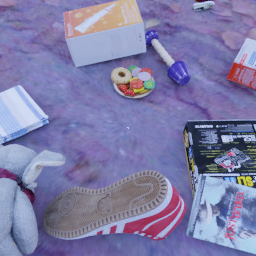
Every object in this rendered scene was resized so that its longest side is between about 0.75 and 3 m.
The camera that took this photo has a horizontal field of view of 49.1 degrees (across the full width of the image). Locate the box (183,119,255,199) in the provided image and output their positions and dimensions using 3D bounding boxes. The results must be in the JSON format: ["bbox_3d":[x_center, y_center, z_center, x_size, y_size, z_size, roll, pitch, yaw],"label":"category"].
[{"bbox_3d":[2.729,0.751,6.724,2.538,0.626,2.027,-1,56,-1],"label":"box"}]

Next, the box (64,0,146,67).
[{"bbox_3d":[-0.742,-3.082,9.015,2.362,1.151,1.469,-13,54,-1],"label":"box"}]

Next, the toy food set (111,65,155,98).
[{"bbox_3d":[0.193,-1.420,8.481,1.274,0.313,1.287,-15,55,-11],"label":"toy food set"}]

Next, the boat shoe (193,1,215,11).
[{"bbox_3d":[2.967,-4.737,10.955,0.830,0.299,0.258,-5,70,7],"label":"boat shoe"}]

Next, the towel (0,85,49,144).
[{"bbox_3d":[-3.594,-0.245,7.456,2.431,0.289,1.786,-28,58,-28],"label":"towel"}]

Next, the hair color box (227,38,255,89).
[{"bbox_3d":[4.435,-1.696,8.404,2.427,0.776,1.346,25,57,16],"label":"hair color box"}]

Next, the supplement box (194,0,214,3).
[{"bbox_3d":[2.465,-4.074,7.597,1.653,0.708,0.912,19,95,49],"label":"supplement box"}]

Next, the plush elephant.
[{"bbox_3d":[-2.452,1.265,5.489,2.237,2.717,2.103,15,34,13],"label":"plush elephant"}]

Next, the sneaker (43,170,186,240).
[{"bbox_3d":[-0.235,1.816,5.866,2.944,1.655,1.049,-19,53,23],"label":"sneaker"}]

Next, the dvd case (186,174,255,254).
[{"bbox_3d":[2.212,1.800,5.750,1.784,0.196,1.303,15,84,4],"label":"dvd case"}]

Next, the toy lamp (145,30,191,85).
[{"bbox_3d":[1.216,-2.241,8.877,0.671,0.671,2.307,-21,57,-15],"label":"toy lamp"}]
